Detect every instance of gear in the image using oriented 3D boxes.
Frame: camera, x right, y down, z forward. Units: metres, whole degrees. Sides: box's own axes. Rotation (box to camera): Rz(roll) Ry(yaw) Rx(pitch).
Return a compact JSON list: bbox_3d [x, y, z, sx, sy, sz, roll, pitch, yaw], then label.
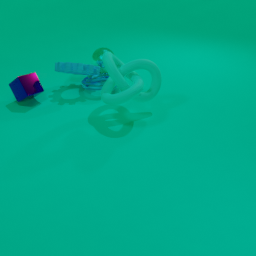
[{"bbox_3d":[-1.834,-2.146,10.226,1.598,0.296,1.598,5,6,-1],"label":"gear"}]

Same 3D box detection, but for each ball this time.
[{"bbox_3d":[-1.024,-2.833,11.746,1.054,1.054,1.054,0,34,0],"label":"ball"}]

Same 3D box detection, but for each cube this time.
[{"bbox_3d":[-3.468,-1.383,9.577,0.715,0.715,0.715,-21,8,39],"label":"cube"}]

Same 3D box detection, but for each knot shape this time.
[{"bbox_3d":[-0.102,-1.622,8.747,2.072,0.957,1.939,-26,69,-29],"label":"knot shape"}]

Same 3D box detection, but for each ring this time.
[{"bbox_3d":[-1.005,-1.757,10.585,1.586,0.317,1.586,-5,23,2],"label":"ring"}]
